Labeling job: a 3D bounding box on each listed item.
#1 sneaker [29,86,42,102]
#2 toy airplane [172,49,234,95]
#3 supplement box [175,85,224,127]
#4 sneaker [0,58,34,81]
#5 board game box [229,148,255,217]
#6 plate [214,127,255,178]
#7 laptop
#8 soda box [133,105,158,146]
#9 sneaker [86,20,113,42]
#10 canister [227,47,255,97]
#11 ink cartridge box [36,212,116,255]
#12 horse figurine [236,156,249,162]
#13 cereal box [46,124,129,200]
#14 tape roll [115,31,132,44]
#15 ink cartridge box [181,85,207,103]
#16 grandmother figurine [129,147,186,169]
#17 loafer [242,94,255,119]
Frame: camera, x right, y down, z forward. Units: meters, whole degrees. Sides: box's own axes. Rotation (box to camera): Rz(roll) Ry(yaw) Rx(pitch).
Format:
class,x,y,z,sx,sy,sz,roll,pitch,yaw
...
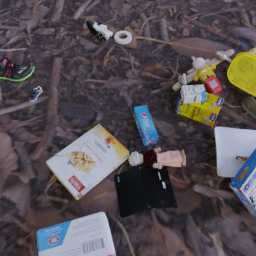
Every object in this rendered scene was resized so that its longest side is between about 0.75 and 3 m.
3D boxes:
class,x,y,z,sx,sy,sz,roll,pitch,yaw
sneaker,-3.908,-1.453,11.771,0.297,0.301,0.758,21,60,12
toy airplane,3.059,-2.390,11.509,2.146,1.521,2.156,10,67,41
supplement box,2.785,-0.883,11.041,1.600,0.871,0.876,23,59,14
sneaker,-5.137,-2.570,12.156,2.084,0.873,0.800,-2,56,-1
board game box,4.148,1.713,8.782,1.651,1.617,0.461,-47,24,-14
plate,4.151,0.950,10.121,2.019,0.327,2.024,5,59,3
laptop,0.587,2.148,9.507,1.724,0.890,1.528,6,53,-27
soda box,0.654,-0.111,10.734,0.523,0.495,1.542,-10,57,-13
sneaker,-1.413,-4.917,13.935,1.530,0.567,0.677,42,65,13
canister,5.668,-2.433,11.372,2.207,1.286,2.971,35,44,23
ink cartridge box,-1.240,3.984,7.611,1.967,1.152,2.722,-14,56,-5
horse figurine,4.555,1.118,9.752,1.315,0.328,0.871,-13,22,-12
cereal box,-1.397,1.118,9.937,2.422,0.479,1.742,-38,63,-22
tape roll,-0.243,-4.484,13.859,0.869,0.159,0.869,0,56,-1
ink cartridge box,2.465,-1.282,10.560,0.841,0.355,0.614,-3,57,-2
grandmother figurine,1.004,1.097,9.885,1.974,0.598,1.197,-1,16,3
loafer,5.498,-0.504,10.804,0.911,0.844,2.423,-35,63,-21
